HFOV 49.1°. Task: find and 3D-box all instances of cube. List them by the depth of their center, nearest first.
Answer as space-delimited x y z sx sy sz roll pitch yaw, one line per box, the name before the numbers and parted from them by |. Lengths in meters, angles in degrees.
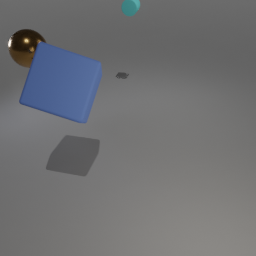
cube | -1.488 -0.976 6.616 1.400 1.400 1.400 18 -1 -4

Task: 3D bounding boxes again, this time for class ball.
ball | -3.710 -2.957 10.454 1.400 1.400 1.400 0 31 0

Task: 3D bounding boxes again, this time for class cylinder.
cylinder | 0.128 -5.339 12.262 0.700 0.700 0.700 7 37 11
